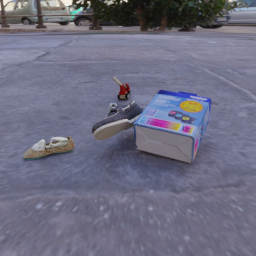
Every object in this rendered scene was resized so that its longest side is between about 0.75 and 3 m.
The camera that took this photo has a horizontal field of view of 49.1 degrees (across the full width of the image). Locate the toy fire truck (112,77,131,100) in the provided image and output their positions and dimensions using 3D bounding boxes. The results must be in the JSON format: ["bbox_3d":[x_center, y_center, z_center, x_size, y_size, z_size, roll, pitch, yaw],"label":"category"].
[{"bbox_3d":[-0.235,-1.560,10.645,0.535,0.831,0.732,-1,23,15],"label":"toy fire truck"}]

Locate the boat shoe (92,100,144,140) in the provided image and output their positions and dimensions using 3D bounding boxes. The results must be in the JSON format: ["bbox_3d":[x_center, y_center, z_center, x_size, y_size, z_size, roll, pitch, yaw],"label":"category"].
[{"bbox_3d":[-0.278,-0.261,6.858,0.775,0.669,2.133,-39,-9,31],"label":"boat shoe"}]

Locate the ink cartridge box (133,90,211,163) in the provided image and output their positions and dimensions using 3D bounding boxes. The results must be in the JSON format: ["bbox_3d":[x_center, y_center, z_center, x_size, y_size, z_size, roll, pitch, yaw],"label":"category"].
[{"bbox_3d":[1.176,-0.215,6.856,1.409,0.789,2.066,13,37,21],"label":"ink cartridge box"}]

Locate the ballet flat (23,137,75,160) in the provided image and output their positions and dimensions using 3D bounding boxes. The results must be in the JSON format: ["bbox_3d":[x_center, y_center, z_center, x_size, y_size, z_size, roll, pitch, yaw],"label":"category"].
[{"bbox_3d":[-1.854,0.420,6.562,1.200,0.392,0.423,-12,30,-25],"label":"ballet flat"}]
